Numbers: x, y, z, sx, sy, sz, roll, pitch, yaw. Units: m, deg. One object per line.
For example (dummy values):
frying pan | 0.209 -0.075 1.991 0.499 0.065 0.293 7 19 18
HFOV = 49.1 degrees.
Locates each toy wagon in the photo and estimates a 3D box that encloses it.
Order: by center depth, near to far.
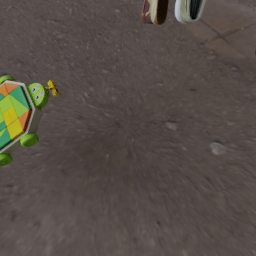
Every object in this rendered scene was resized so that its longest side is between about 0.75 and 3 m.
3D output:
toy wagon | -2.104 -0.278 5.096 1.890 0.374 1.466 -34 68 13

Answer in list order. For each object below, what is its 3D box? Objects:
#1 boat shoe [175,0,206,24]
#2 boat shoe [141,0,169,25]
boat shoe | 1.622 -3.596 6.451 0.828 2.301 0.714 -6 25 -17
boat shoe | 0.559 -3.046 5.902 0.595 1.654 0.597 15 17 35
